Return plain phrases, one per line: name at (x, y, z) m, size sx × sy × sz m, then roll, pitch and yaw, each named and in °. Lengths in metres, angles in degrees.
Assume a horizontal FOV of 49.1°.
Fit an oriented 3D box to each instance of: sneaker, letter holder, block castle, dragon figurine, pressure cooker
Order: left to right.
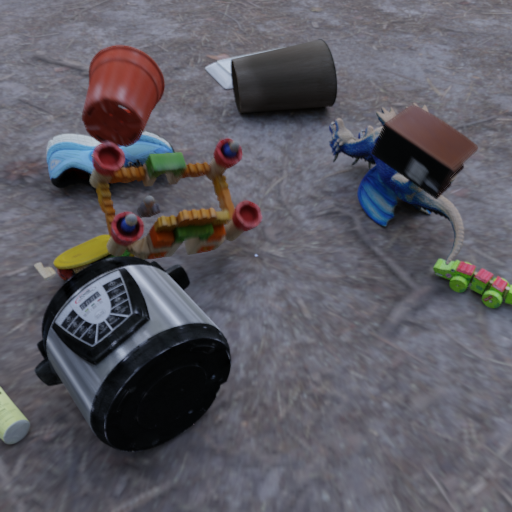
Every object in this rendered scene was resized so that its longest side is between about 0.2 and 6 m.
sneaker at (-3.011, -1.823, 11.788) m, size 2.746 × 1.076 × 1.235 m, roll -4°, pitch 62°, yaw 0°
pressure cooker at (-1.725, 1.161, 7.509) m, size 2.025 × 2.056 × 2.302 m, roll 0°, pitch 32°, yaw -45°
block castle at (-1.305, -1.016, 9.291) m, size 2.614 × 1.226 × 1.747 m, roll -8°, pitch 74°, yaw -30°
dragon figurine at (2.800, -1.412, 10.873) m, size 1.266 × 2.138 × 4.301 m, roll -15°, pitch 63°, yaw -18°
letter holder at (2.538, -1.600, 8.408) m, size 1.225 × 0.616 × 0.871 m, roll 40°, pitch 57°, yaw 18°

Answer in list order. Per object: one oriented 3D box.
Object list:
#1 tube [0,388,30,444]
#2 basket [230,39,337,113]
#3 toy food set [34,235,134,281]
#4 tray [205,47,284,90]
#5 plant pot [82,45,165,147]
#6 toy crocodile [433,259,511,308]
tube at (-3.703, 2.024, 7.766) m, size 1.489 × 0.386 × 0.432 m, roll 29°, pitch 8°, yaw 33°
basket at (0.610, -4.441, 14.100) m, size 2.339 × 1.591 × 2.109 m, roll -10°, pitch 38°, yaw -5°
toy food set at (-2.832, 0.152, 9.742) m, size 1.883 × 0.615 × 1.108 m, roll -29°, pitch 25°, yaw -31°
tray at (0.132, -5.512, 16.155) m, size 2.921 × 0.324 × 1.569 m, roll -18°, pitch 44°, yaw -19°
plant pot at (-2.411, -2.742, 9.947) m, size 1.400 × 1.400 × 1.362 m, roll 1°, pitch 50°, yaw 1°
toy crocodile at (3.763, 0.417, 9.446) m, size 1.546 × 0.477 × 0.522 m, roll 27°, pitch 49°, yaw 27°
